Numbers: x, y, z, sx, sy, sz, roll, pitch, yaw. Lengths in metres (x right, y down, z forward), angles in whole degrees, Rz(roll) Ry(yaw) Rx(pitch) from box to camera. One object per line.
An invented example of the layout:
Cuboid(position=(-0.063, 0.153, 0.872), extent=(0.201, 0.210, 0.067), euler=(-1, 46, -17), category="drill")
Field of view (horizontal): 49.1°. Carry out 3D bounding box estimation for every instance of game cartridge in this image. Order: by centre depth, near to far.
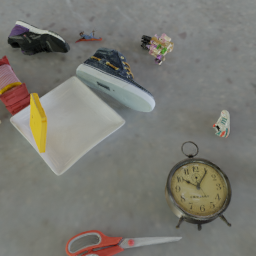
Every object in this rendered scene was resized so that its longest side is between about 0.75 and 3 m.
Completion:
Cuboid(position=(-2.478, -0.147, 7.749), extent=(0.213, 1.157, 1.312), euler=(-7, 40, -30), category="game cartridge")

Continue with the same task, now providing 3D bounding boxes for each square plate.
Cuboid(position=(-1.845, -0.169, 8.647), extent=(2.581, 0.367, 2.556), euler=(-39, 68, -20), category="square plate")

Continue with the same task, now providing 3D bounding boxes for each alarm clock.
Cuboid(position=(1.789, 1.440, 7.465), extent=(1.626, 0.802, 2.410), euler=(-1, 62, 0), category="alarm clock")

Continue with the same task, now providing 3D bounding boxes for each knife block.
Cuboid(position=(1.030, -3.150, 10.384), extent=(1.066, 0.341, 0.936), euler=(-19, 63, -10), category="knife block")

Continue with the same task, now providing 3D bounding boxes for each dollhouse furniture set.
Cuboid(position=(-4.489, -0.817, 8.584), extent=(2.740, 1.114, 1.475), euler=(-35, 66, -18), category="dollhouse furniture set")

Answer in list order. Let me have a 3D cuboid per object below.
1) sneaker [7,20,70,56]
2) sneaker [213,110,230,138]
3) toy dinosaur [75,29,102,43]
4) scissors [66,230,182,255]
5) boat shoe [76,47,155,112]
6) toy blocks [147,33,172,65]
Cuboid(position=(-3.243, -2.960, 10.113), extent=(2.402, 0.910, 1.052), euler=(22, 76, 18), category="sneaker")
Cuboid(position=(2.878, -0.167, 8.656), extent=(0.452, 0.341, 0.967), euler=(8, 63, -1), category="sneaker")
Cuboid(position=(-1.423, -3.400, 10.637), extent=(0.797, 0.461, 0.879), euler=(33, 105, 2), category="toy dinosaur")
Cuboid(position=(-0.117, 2.776, 6.949), extent=(2.807, 0.196, 1.027), euler=(-18, 64, -8), category="scissors")
Cuboid(position=(-0.190, -1.691, 9.111), extent=(2.948, 1.043, 1.338), euler=(29, 68, 18), category="boat shoe")
Cuboid(position=(1.027, -2.825, 9.809), extent=(0.710, 0.844, 0.788), euler=(37, 83, 20), category="toy blocks")
